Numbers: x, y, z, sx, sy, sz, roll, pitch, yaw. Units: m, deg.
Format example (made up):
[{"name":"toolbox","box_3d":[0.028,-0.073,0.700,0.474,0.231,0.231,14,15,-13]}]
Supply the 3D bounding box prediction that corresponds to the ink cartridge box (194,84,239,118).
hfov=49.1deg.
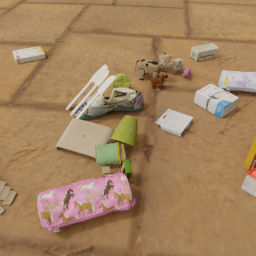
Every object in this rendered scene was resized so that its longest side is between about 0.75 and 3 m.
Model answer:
[{"name":"ink cartridge box","box_3d":[3.376,-1.070,10.795,0.965,0.566,1.318,-30,51,-29]}]

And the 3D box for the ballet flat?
[{"name":"ballet flat","box_3d":[-0.720,-1.037,10.484,2.701,0.971,0.971,-9,42,-10]}]

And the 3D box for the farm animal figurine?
[{"name":"farm animal figurine","box_3d":[1.621,-2.732,12.256,2.211,1.112,1.785,-26,48,-27]}]

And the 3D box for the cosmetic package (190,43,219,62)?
[{"name":"cosmetic package","box_3d":[3.777,-3.731,13.831,1.233,0.538,0.637,-14,43,-15]}]

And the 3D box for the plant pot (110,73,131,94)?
[{"name":"plant pot","box_3d":[-0.235,-1.785,11.130,0.874,0.874,0.804,-9,6,-10]}]

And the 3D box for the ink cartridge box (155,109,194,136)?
[{"name":"ink cartridge box","box_3d":[1.661,-0.212,10.076,1.052,0.214,1.050,23,46,26]}]

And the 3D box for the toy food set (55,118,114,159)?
[{"name":"toy food set","box_3d":[-1.409,0.421,9.242,1.691,0.511,1.213,14,55,17]}]

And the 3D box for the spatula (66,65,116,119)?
[{"name":"spatula","box_3d":[-1.400,-1.232,10.190,2.301,0.185,1.600,-48,38,10]}]

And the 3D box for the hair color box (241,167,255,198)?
[{"name":"hair color box","box_3d":[3.822,1.701,7.573,1.306,0.663,0.400,32,50,30]}]

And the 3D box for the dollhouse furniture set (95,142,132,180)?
[{"name":"dollhouse furniture set","box_3d":[-0.460,0.883,8.204,0.881,0.675,1.344,-3,56,-12]}]

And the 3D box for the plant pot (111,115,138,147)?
[{"name":"plant pot","box_3d":[-0.020,0.065,9.021,0.823,0.823,0.880,16,83,18]}]

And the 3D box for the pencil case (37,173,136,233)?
[{"name":"pencil case","box_3d":[-1.037,1.861,7.155,2.394,1.036,0.991,-13,4,-15]}]

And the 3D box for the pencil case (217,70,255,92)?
[{"name":"pencil case","box_3d":[4.781,-1.877,11.495,2.028,0.843,0.920,4,41,4]}]

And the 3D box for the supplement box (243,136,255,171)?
[{"name":"supplement box","box_3d":[5.111,0.686,8.070,2.290,1.520,2.258,-30,50,-30]}]

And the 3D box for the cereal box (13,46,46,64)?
[{"name":"cereal box","box_3d":[-4.915,-3.649,13.925,1.434,0.283,1.032,-17,44,-18]}]

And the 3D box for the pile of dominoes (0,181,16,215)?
[{"name":"pile of dominoes","box_3d":[-4.094,1.929,7.743,1.839,0.293,1.433,31,49,19]}]
